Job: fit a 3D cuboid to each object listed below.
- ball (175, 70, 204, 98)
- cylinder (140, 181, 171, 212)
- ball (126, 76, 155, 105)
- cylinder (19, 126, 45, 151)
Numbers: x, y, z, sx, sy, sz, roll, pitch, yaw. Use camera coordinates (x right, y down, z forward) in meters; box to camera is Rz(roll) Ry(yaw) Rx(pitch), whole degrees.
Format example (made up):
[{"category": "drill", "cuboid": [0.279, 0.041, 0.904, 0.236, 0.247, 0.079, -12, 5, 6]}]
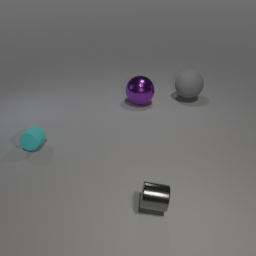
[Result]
[{"category": "ball", "cuboid": [3.006, -2.158, 13.747, 1.400, 1.400, 1.400, 0, 29, 0]}, {"category": "cylinder", "cuboid": [0.707, 1.801, 7.364, 0.700, 0.700, 0.700, 9, 30, 1]}, {"category": "ball", "cuboid": [0.580, -1.805, 13.422, 1.400, 1.400, 1.400, 0, 29, 0]}, {"category": "cylinder", "cuboid": [-3.471, 0.366, 10.207, 0.700, 0.700, 0.700, 3, 22, 5]}]
